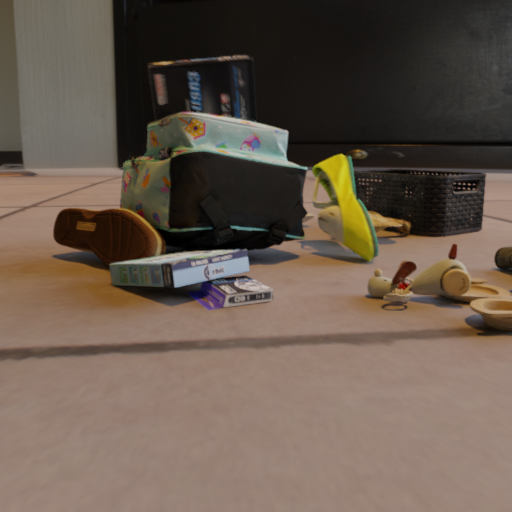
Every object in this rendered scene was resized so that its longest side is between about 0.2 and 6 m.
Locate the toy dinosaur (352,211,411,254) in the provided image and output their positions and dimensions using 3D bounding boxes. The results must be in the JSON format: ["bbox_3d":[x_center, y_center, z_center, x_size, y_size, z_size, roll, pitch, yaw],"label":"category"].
[{"bbox_3d":[2.263,-0.659,11.529,1.343,0.773,2.656,11,16,39],"label":"toy dinosaur"}]

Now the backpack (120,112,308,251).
[{"bbox_3d":[-0.981,-1.268,10.261,2.830,2.468,3.220,-2,-2,-37],"label":"backpack"}]

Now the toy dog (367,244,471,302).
[{"bbox_3d":[2.123,0.195,7.173,1.324,0.638,0.873,-4,0,-4],"label":"toy dog"}]

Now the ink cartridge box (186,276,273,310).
[{"bbox_3d":[-0.367,0.465,7.346,0.904,0.196,0.895,-7,13,-24],"label":"ink cartridge box"}]

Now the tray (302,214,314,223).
[{"bbox_3d":[-0.182,-0.816,13.409,2.925,0.324,1.570,-8,13,-33],"label":"tray"}]

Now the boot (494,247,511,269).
[{"bbox_3d":[4.879,0.012,8.497,2.107,0.713,1.376,1,6,-1],"label":"boot"}]

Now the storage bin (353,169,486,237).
[{"bbox_3d":[3.788,-1.362,13.543,1.964,1.362,2.905,-8,14,-35],"label":"storage bin"}]

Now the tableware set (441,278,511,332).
[{"bbox_3d":[3.396,0.533,6.763,2.035,0.283,2.436,0,12,0],"label":"tableware set"}]

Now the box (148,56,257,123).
[{"bbox_3d":[-1.024,-2.881,11.243,2.029,2.044,0.508,-6,29,-7],"label":"box"}]

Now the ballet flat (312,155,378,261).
[{"bbox_3d":[1.530,-0.877,10.333,0.900,0.897,2.684,-8,47,2],"label":"ballet flat"}]

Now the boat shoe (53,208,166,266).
[{"bbox_3d":[-2.322,-0.325,9.521,2.600,0.960,0.962,18,1,37],"label":"boat shoe"}]

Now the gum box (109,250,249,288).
[{"bbox_3d":[-1.087,0.169,7.845,1.300,0.341,1.530,-10,5,-44],"label":"gum box"}]
